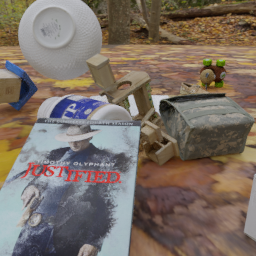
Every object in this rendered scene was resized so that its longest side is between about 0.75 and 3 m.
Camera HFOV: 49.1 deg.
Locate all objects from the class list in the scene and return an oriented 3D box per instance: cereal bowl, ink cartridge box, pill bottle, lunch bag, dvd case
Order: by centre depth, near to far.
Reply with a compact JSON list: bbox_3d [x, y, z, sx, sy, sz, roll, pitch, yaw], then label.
[{"bbox_3d":[2.402,1.022,3.713,1.361,0.989,0.984,-14,24,-34],"label":"ink cartridge box"},{"bbox_3d":[-0.821,0.793,4.062,1.916,0.289,2.625,2,41,6],"label":"dvd case"},{"bbox_3d":[-1.053,-0.051,6.248,2.162,1.294,1.294,17,26,41],"label":"pill bottle"},{"bbox_3d":[1.712,-0.248,6.642,1.546,1.109,1.886,-5,35,-13],"label":"lunch bag"},{"bbox_3d":[-1.666,-2.252,6.732,2.077,2.077,0.865,0,-2,0],"label":"cereal bowl"},{"bbox_3d":[0.036,-0.447,8.396,2.623,0.620,2.100,-1,21,2],"label":"ink cartridge box"}]

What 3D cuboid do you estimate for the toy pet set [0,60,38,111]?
[{"bbox_3d":[-4.583,-2.005,9.814,2.685,2.876,1.527,30,27,27],"label":"toy pet set"}]

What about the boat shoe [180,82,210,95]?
[{"bbox_3d":[2.756,-1.560,11.577,0.558,0.505,1.566,-14,24,-35],"label":"boat shoe"}]

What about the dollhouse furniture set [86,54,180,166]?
[{"bbox_3d":[0.362,-0.590,5.960,1.151,2.070,1.831,-36,41,-18],"label":"dollhouse furniture set"}]

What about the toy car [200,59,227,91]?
[{"bbox_3d":[3.821,-2.353,12.892,1.208,1.257,1.531,9,32,23],"label":"toy car"}]
